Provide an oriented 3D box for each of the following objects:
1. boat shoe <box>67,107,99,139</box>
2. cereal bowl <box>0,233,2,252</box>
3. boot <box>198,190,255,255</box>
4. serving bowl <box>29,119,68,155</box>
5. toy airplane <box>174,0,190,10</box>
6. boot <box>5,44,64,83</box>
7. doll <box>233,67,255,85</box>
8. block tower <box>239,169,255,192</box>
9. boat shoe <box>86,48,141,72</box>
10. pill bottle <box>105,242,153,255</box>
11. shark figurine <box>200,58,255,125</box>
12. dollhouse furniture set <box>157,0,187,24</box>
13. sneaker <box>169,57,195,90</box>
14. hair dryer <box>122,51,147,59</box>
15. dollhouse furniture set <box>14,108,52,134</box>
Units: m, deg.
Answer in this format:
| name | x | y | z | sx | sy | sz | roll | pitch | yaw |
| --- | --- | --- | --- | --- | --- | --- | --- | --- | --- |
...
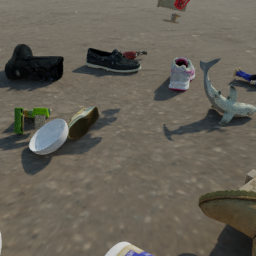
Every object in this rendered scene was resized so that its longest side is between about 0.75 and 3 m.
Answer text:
| name | x | y | z | sx | sy | sz | roll | pitch | yaw |
| --- | --- | --- | --- | --- | --- | --- | --- | --- | --- |
| boat shoe | -1.428 | -0.154 | 8.290 | 0.517 | 0.576 | 1.557 | 3 | 27 | 26 |
| cereal bowl | -3.367 | 1.913 | 4.445 | 2.382 | 0.992 | 2.382 | 1 | 32 | 0 |
| boot | 1.863 | 2.009 | 4.062 | 1.867 | 0.705 | 2.132 | -8 | 52 | 32 |
| serving bowl | -2.035 | 0.286 | 7.445 | 1.143 | 0.376 | 1.143 | -22 | 38 | 18 |
| toy airplane | 0.827 | -2.226 | 4.189 | 0.981 | 0.981 | 0.181 | -2 | 65 | -4 |
| boot | -3.917 | -2.907 | 12.283 | 2.199 | 0.993 | 2.684 | -3 | 39 | 0 |
| doll | 5.139 | -1.972 | 11.311 | 1.659 | 0.402 | 1.132 | 29 | 34 | 29 |
| block tower | 3.178 | 1.880 | 4.654 | 0.862 | 0.805 | 2.982 | -22 | 37 | -33 |
| boat shoe | -0.704 | -3.203 | 12.833 | 2.726 | 0.904 | 1.019 | 15 | 35 | 23 |
| pill bottle | 0.555 | 2.407 | 3.386 | 2.074 | 1.241 | 1.241 | 18 | 36 | 25 |
| shark figurine | 2.857 | -1.022 | 9.116 | 1.433 | 2.399 | 1.001 | -42 | 2 | -11 |
| dollhouse furniture set | 1.487 | -4.425 | 9.768 | 0.946 | 1.335 | 1.453 | 11 | 21 | -4 |
| sneaker | 2.274 | -2.431 | 11.434 | 0.970 | 1.052 | 2.385 | 7 | 32 | 12 |
| hair dryer | 0.280 | -3.763 | 14.435 | 1.305 | 0.355 | 0.994 | -5 | 14 | -15 |
| dollhouse furniture set | -2.854 | -0.235 | 8.566 | 0.949 | 0.727 | 1.448 | 0 | 2 | -12 |
